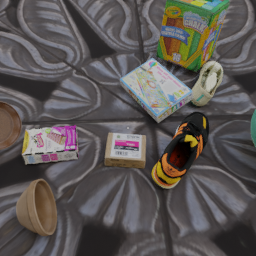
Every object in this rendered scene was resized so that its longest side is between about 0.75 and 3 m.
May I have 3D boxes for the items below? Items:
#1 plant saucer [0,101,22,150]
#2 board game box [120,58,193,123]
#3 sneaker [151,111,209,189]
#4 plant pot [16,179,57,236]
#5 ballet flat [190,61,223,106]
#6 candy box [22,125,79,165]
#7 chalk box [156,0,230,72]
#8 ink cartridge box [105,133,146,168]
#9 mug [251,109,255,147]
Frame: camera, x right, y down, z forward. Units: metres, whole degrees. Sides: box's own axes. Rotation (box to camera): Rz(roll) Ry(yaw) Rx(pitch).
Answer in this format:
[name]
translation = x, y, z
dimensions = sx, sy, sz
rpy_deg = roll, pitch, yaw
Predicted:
[plant saucer]
translation = -3.326, -0.063, 7.075
dimensions = 0.225, 1.230, 1.230
rpy_deg = -2, 39, 45
[board game box]
translation = 0.859, -1.249, 8.854
dimensions = 1.376, 0.350, 2.047
rpy_deg = -34, 56, -9
[sneaker]
translation = 1.550, 0.375, 7.057
dimensions = 0.881, 1.134, 2.520
rpy_deg = 35, 60, 6
[plant pot]
translation = -2.000, 1.744, 6.007
dimensions = 0.552, 1.196, 1.196
rpy_deg = -16, 50, 2
[ballet flat]
translation = 2.704, -1.631, 9.096
dimensions = 0.820, 0.820, 2.359
rpy_deg = 19, 53, 16
[candy box]
translation = -2.060, 0.429, 7.545
dimensions = 1.390, 0.424, 0.948
rpy_deg = -6, 46, -7
[chalk box]
translation = 2.209, -3.594, 9.432
dimensions = 1.652, 2.647, 1.641
rpy_deg = 27, 46, 21
[ink cartridge box]
translation = -0.055, 0.589, 7.452
dimensions = 1.053, 0.396, 0.868
rpy_deg = 4, 50, 0
[mug]
translation = 3.785, 0.177, 6.640
dimensions = 2.280, 1.410, 1.873
rpy_deg = -36, 95, -34
